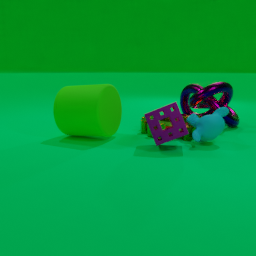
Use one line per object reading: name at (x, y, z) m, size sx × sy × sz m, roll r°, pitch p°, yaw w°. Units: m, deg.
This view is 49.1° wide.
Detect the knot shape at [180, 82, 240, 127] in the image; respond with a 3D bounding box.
knot shape at (2.463, -0.775, 8.441) m, size 2.005 × 0.926 × 1.876 m, roll 20°, pitch -15°, yaw 19°

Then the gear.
gear at (1.358, -0.069, 7.866) m, size 1.988 × 0.368 × 1.988 m, roll 0°, pitch 12°, yaw 0°

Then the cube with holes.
cube with holes at (0.842, -0.098, 6.235) m, size 0.726 × 0.726 × 0.726 m, roll -21°, pitch 0°, yaw 6°

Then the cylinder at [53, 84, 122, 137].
cylinder at (-0.998, -0.445, 7.165) m, size 1.294 × 1.294 × 1.294 m, roll 1°, pitch 12°, yaw 24°

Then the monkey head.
monkey head at (1.806, -0.092, 6.599) m, size 1.166 × 0.839 × 0.702 m, roll -41°, pitch -16°, yaw -16°
